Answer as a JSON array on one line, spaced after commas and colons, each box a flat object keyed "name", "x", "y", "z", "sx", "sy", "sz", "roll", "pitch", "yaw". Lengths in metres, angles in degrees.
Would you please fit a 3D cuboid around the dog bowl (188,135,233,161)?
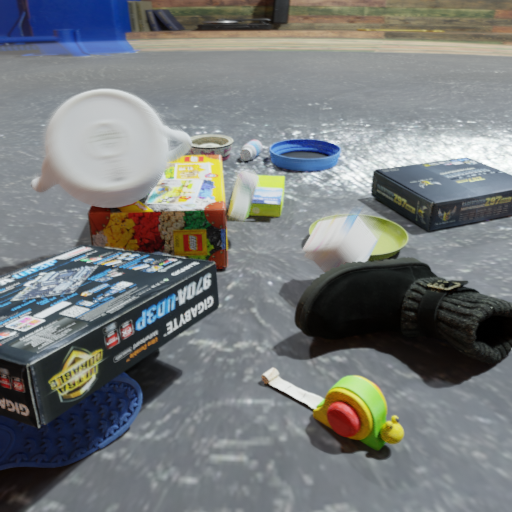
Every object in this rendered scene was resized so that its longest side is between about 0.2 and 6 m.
[{"name": "dog bowl", "x": -1.406, "y": -3.235, "z": 16.957, "sx": 1.445, "sy": 0.533, "sz": 1.445, "roll": 1, "pitch": 27, "yaw": 0}]

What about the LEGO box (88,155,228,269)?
[{"name": "LEGO box", "x": -1.895, "y": -0.997, "z": 11.719, "sx": 2.501, "sy": 1.296, "sz": 3.358, "roll": -2, "pitch": 27, "yaw": -4}]

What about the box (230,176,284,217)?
[{"name": "box", "x": 0.067, "y": -1.445, "z": 13.520, "sx": 1.183, "sy": 0.462, "sz": 1.940, "roll": 2, "pitch": 27, "yaw": 5}]

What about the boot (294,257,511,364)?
[{"name": "boot", "x": 2.257, "y": 0.894, "z": 8.250, "sx": 2.897, "sy": 1.090, "sz": 2.166, "roll": -15, "pitch": 31, "yaw": -27}]

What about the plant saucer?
[{"name": "plant saucer", "x": 2.090, "y": -0.346, "z": 11.553, "sx": 2.008, "sy": 0.312, "sz": 2.008, "roll": 0, "pitch": 26, "yaw": 0}]

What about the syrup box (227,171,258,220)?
[{"name": "syrup box", "x": -0.270, "y": -1.236, "z": 11.456, "sx": 0.359, "sy": 0.911, "sz": 0.371, "roll": 17, "pitch": -9, "yaw": -15}]

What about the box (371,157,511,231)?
[{"name": "box", "x": 4.646, "y": -1.568, "z": 13.424, "sx": 2.984, "sy": 0.761, "sz": 2.353, "roll": -11, "pitch": 30, "yaw": -19}]

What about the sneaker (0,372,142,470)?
[{"name": "sneaker", "x": -3.005, "y": 1.842, "z": 6.348, "sx": 3.258, "sy": 1.143, "sz": 1.269, "roll": -11, "pitch": 23, "yaw": -34}]

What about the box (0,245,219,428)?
[{"name": "box", "x": -2.314, "y": 0.708, "z": 6.883, "sx": 2.491, "sy": 0.721, "sz": 3.134, "roll": 6, "pitch": 20, "yaw": 28}]

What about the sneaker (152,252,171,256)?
[{"name": "sneaker", "x": -1.648, "y": 0.628, "z": 9.092, "sx": 1.524, "sy": 0.802, "sz": 2.110, "roll": -25, "pitch": 35, "yaw": -35}]

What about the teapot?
[{"name": "teapot", "x": -2.591, "y": -1.782, "z": 10.050, "sx": 2.212, "sy": 2.183, "sz": 1.615, "roll": 28, "pitch": -16, "yaw": -4}]

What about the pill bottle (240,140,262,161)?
[{"name": "pill bottle", "x": -0.165, "y": -3.170, "z": 16.885, "sx": 0.475, "sy": 0.475, "sz": 0.874, "roll": 9, "pitch": 28, "yaw": 18}]

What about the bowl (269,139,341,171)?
[{"name": "bowl", "x": 1.445, "y": -2.996, "z": 16.617, "sx": 2.110, "sy": 0.414, "sz": 2.110, "roll": 0, "pitch": 28, "yaw": 0}]

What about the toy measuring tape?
[{"name": "toy measuring tape", "x": 0.918, "y": 1.719, "z": 7.072, "sx": 2.079, "sy": 0.765, "sz": 0.765, "roll": 22, "pitch": 35, "yaw": 37}]

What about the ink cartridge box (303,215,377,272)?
[{"name": "ink cartridge box", "x": 1.389, "y": -0.188, "z": 9.618, "sx": 1.045, "sy": 0.654, "sz": 0.672, "roll": -7, "pitch": 44, "yaw": 52}]
